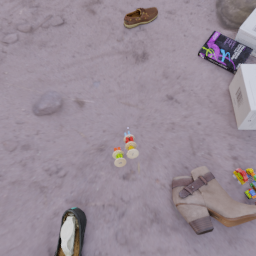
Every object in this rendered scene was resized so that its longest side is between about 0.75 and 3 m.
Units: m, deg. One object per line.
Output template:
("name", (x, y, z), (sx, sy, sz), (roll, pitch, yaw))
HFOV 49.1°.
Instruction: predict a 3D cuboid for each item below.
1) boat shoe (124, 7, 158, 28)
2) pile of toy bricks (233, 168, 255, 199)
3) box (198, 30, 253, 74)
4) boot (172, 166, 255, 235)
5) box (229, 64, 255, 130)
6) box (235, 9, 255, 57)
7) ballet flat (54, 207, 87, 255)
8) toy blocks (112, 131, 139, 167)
("boat shoe", (0.616, -5.095, 12.662), (1.770, 0.598, 0.637), (-26, 64, -13))
("pile of toy bricks", (4.162, 1.830, 8.751), (0.918, 0.817, 1.654), (-26, 65, -14))
("box", (4.047, -3.155, 11.661), (1.828, 0.330, 1.307), (33, 75, 15))
("boot", (2.694, 2.073, 8.622), (2.624, 0.921, 1.918), (-9, 55, -11))
("box", (5.256, -1.095, 10.018), (2.608, 1.387, 1.986), (1, 61, 1))
("box", (5.569, -3.924, 11.781), (1.563, 1.027, 1.571), (34, 67, 17))
("ballet flat", (-1.727, 3.536, 7.753), (0.918, 0.923, 2.700), (-4, 61, 7))
("toy blocks", (-0.118, 0.562, 8.096), (0.799, 0.348, 0.958), (-36, 35, 16))
